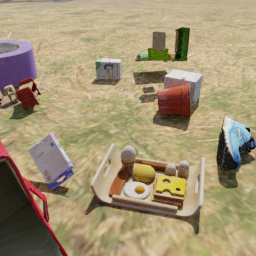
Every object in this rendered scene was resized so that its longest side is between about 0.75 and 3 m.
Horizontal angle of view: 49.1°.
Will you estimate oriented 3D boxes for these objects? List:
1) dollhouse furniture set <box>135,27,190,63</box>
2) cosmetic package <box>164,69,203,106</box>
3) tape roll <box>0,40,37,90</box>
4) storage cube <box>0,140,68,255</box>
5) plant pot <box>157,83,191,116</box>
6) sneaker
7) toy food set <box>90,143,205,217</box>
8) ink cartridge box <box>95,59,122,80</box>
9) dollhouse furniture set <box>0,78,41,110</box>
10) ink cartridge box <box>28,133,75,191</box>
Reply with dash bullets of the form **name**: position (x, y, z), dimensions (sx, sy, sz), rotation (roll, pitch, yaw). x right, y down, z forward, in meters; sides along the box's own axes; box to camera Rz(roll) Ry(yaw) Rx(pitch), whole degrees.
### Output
- **dollhouse furniture set**: position (1.307, -3.368, 11.539), dimensions (1.599, 1.225, 2.441), rotation (-1, 11, -11)
- **cosmetic package**: position (1.922, -1.426, 9.827), dimensions (1.108, 0.914, 0.913), rotation (15, 34, 24)
- **tape roll**: position (-5.414, -2.692, 11.646), dimensions (2.995, 1.272, 2.995), rotation (-1, 30, 0)
- **storage cube**: position (-2.329, 1.218, 3.707), dimensions (2.289, 1.957, 2.058), rotation (-30, 30, -22)
- **plant pot**: position (1.464, -0.874, 8.915), dimensions (1.000, 1.028, 1.028), rotation (-2, 30, 11)
- **sneaker**: position (2.754, 0.343, 6.978), dimensions (0.906, 0.789, 2.014), rotation (13, 33, 15)
- **toy food set**: position (0.500, 0.967, 5.992), dimensions (2.192, 0.662, 1.573), rotation (7, 31, 12)
- **ink cartridge box**: position (-0.801, -2.474, 11.762), dimensions (1.054, 0.766, 0.461), rotation (3, 31, 6)
- **dollhouse furniture set**: position (-3.923, -0.986, 9.507), dimensions (1.745, 0.710, 0.939), rotation (-19, 32, 1)
- **ink cartridge box**: position (-1.665, 0.743, 6.179), dimensions (0.660, 0.232, 1.106), rotation (-37, 73, 4)
